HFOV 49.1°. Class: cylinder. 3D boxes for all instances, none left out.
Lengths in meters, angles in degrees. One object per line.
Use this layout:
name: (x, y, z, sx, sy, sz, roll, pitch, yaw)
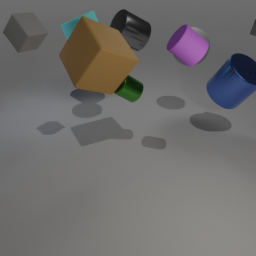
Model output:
cylinder: (3.686, -1.593, 9.688, 1.400, 1.400, 1.400, 12, 55, -18)
cylinder: (-1.709, -3.669, 11.068, 1.400, 1.400, 1.400, -20, 25, 10)
cylinder: (1.386, -1.922, 6.550, 0.700, 0.700, 0.700, 32, 23, -20)
cylinder: (0.000, -1.237, 8.626, 0.700, 0.700, 0.700, 25, 17, -32)
cylinder: (0.088, -4.368, 12.604, 1.400, 1.400, 1.400, 13, 19, -36)

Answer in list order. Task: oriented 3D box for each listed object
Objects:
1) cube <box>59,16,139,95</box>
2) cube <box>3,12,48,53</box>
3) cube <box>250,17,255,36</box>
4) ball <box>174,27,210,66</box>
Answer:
cube: (-0.847, -1.986, 7.914, 1.400, 1.400, 1.400, 4, 48, -47)
cube: (-2.705, -2.527, 7.410, 0.700, 0.700, 0.700, 54, 39, 0)
cube: (4.043, -3.018, 8.032, 0.700, 0.700, 0.700, 26, 43, 25)
ball: (2.370, -3.069, 10.588, 1.400, 1.400, 1.400, 0, 30, 0)
